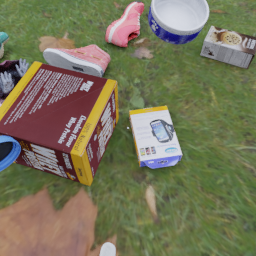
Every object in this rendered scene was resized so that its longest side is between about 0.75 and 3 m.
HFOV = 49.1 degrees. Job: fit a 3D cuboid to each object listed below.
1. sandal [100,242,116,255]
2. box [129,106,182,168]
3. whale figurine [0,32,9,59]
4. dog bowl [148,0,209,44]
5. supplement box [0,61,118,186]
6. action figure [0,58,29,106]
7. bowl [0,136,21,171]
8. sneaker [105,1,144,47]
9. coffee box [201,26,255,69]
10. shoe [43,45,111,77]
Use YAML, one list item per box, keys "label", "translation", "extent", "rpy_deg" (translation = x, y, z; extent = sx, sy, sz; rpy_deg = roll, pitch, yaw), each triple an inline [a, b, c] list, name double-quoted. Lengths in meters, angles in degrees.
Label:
- label: "sandal"
  translation: [-0.562, 3.283, 6.471]
  extent: [0.496, 0.300, 1.219]
  rpy_deg: [25, 44, -1]
- label: "box"
  translation: [0.812, 0.308, 8.503]
  extent: [1.248, 0.435, 2.097]
  rpy_deg: [-8, 57, -5]
- label: "whale figurine"
  translation: [-5.702, -3.526, 10.608]
  extent: [2.161, 1.409, 2.716]
  rpy_deg: [-7, 54, -5]
- label: "dog bowl"
  translation: [1.150, -2.629, 6.483]
  extent: [1.323, 0.521, 1.323]
  rpy_deg: [3, 70, -7]
- label: "supplement box"
  translation: [-1.902, -0.162, 8.007]
  extent: [2.624, 1.742, 2.588]
  rpy_deg: [15, 56, 10]
- label: "action figure"
  translation: [-4.461, -1.244, 9.111]
  extent: [2.832, 1.897, 2.109]
  rpy_deg: [-16, 86, 23]
- label: "bowl"
  translation: [-2.953, 0.615, 6.203]
  extent: [1.127, 1.127, 0.221]
  rpy_deg: [-35, 68, -22]
- label: "sneaker"
  translation: [0.125, -4.190, 11.550]
  extent: [1.087, 0.924, 2.507]
  rpy_deg: [32, 67, 9]
- label: "coffee box"
  translation: [3.893, -3.098, 10.709]
  extent: [1.881, 0.751, 1.063]
  rpy_deg: [21, 57, 14]
- label: "shoe"
  translation: [-1.849, -2.590, 10.350]
  extent: [2.335, 0.834, 1.062]
  rpy_deg: [19, 55, 7]
